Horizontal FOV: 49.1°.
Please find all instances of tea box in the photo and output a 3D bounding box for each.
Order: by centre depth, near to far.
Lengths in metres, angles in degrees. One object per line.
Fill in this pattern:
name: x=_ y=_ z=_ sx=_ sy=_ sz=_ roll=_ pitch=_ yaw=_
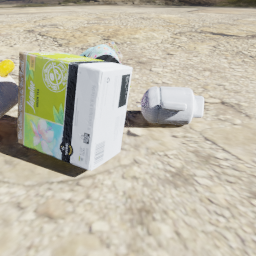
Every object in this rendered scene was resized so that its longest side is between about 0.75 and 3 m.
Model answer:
tea box: x=-1.241 y=-0.505 z=6.398 sx=2.109 sy=2.143 sz=1.432 roll=16 pitch=20 yaw=23

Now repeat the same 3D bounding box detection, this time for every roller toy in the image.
roller toy: x=-3.972 y=-0.869 z=7.344 sx=2.152 sy=1.504 sz=1.963 roll=-15 pitch=30 yaw=38

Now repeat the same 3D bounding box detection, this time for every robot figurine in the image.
robot figurine: x=1.190 y=-0.645 z=8.085 sx=1.890 sy=1.067 sz=1.603 roll=2 pitch=2 yaw=-2

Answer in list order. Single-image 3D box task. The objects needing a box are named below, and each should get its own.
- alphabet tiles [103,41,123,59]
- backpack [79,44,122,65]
alphabet tiles: x=-0.824 y=-3.223 z=11.962 sx=1.040 sy=0.039 sz=0.869 roll=-28 pitch=82 yaw=-26
backpack: x=-1.054 y=-2.130 z=9.909 sx=1.621 sy=1.439 sz=1.220 roll=-32 pitch=50 yaw=19
